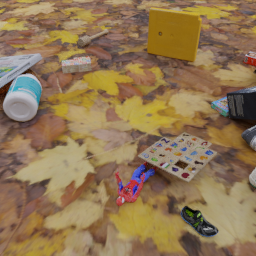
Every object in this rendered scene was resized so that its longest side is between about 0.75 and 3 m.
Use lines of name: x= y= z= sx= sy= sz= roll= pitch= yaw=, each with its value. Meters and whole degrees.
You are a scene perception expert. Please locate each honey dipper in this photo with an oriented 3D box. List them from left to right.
honey dipper: x=-1.860 y=-5.162 z=15.732 sx=0.479 sy=0.479 sz=2.522 roll=20 pitch=41 yaw=24

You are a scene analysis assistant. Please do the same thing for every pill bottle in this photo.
pill bottle: x=-3.739 y=-1.209 z=10.145 sx=1.100 sy=1.100 sz=1.986 roll=-4 pitch=38 yaw=-5

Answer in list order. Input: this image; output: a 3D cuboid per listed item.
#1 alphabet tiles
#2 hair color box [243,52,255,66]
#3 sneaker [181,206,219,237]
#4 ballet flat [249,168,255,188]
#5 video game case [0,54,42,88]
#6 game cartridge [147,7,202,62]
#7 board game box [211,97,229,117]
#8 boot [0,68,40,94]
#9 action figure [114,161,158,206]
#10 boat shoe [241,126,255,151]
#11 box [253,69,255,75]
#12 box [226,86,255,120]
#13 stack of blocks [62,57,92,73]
alphabet tiles: x=1.487 y=0.680 z=7.886 sx=1.601 sy=0.072 sz=1.916 roll=24 pitch=38 yaw=34
hair color box: x=6.230 y=-3.190 z=13.257 sx=1.260 sy=0.386 sz=0.639 roll=26 pitch=45 yaw=29
sneaker: x=1.627 y=2.139 z=6.448 sx=0.948 sy=0.393 sz=0.336 roll=31 pitch=49 yaw=34
ballet flat: x=4.193 y=0.874 z=7.782 sx=2.302 sy=0.799 sz=0.799 roll=-29 pitch=47 yaw=-32
video game case: x=-5.045 y=-2.174 z=10.931 sx=2.659 sy=0.293 sz=2.424 roll=6 pitch=41 yaw=34
game cartridge: x=2.163 y=-4.462 z=13.416 sx=2.501 sy=2.205 sz=0.406 roll=17 pitch=41 yaw=19
board game box: x=3.707 y=-0.831 z=10.376 sx=0.995 sy=0.224 sz=0.757 roll=-20 pitch=42 yaw=-23
boot: x=-4.695 y=-1.761 z=11.188 sx=2.031 sy=0.748 sz=1.571 roll=6 pitch=36 yaw=27
action figure: x=0.257 y=1.174 z=7.296 sx=0.629 sy=0.954 sz=1.927 roll=20 pitch=45 yaw=25
boat shoe: x=4.646 y=-0.011 z=8.923 sx=2.327 sy=0.835 sz=0.789 roll=-23 pitch=44 yaw=-17
box: x=6.953 y=-2.376 z=11.962 sx=2.326 sy=0.303 sz=2.846 roll=36 pitch=50 yaw=23
box: x=4.494 y=-0.895 z=9.336 sx=1.601 sy=0.956 sz=1.628 roll=-15 pitch=10 yaw=-19
stack of blocks: x=-2.373 y=-2.912 z=12.901 sx=1.317 sy=0.386 sz=0.758 roll=-8 pitch=39 yaw=-9
